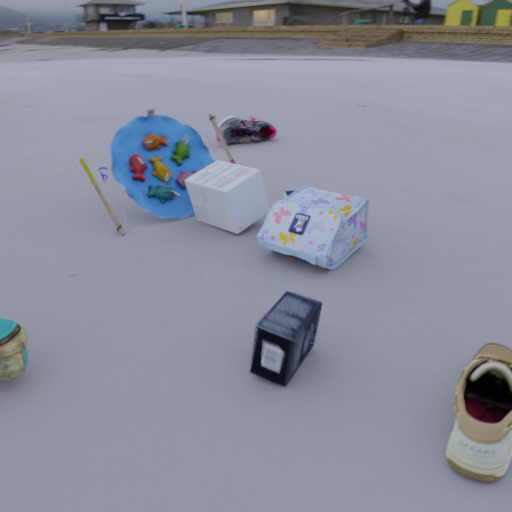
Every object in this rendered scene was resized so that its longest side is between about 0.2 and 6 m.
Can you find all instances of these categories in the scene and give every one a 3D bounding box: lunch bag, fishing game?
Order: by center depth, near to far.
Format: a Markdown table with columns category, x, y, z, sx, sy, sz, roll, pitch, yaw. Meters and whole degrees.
| category | x | y | z | sx | sy | sz | roll | pitch | yaw |
| --- | --- | --- | --- | --- | --- | --- | --- | --- | --- |
| lunch bag | 1.154 | -0.560 | 11.092 | 1.591 | 1.192 | 1.876 | 18 | 39 | 33 |
| fishing game | -2.063 | -2.168 | 12.989 | 3.715 | 2.660 | 0.577 | -24 | -2 | -32 |

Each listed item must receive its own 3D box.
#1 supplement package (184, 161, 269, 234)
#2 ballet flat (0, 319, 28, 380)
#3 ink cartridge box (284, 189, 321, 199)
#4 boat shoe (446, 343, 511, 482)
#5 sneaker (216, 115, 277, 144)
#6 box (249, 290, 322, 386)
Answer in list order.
| category | x | y | z | sx | sy | sz | roll | pitch | yaw |
| --- | --- | --- | --- | --- | --- | --- | --- | --- | --- |
| supplement package | -0.642 | -1.338 | 12.495 | 1.416 | 1.074 | 1.067 | 20 | 47 | 42 |
| ballet flat | -4.229 | 1.214 | 7.677 | 2.620 | 0.926 | 0.926 | 6 | 25 | 19 |
| ink cartridge box | 1.273 | -1.103 | 13.179 | 0.955 | 0.377 | 1.921 | -4 | 26 | -7 |
| boat shoe | 2.890 | 1.650 | 6.785 | 0.878 | 0.787 | 2.372 | 11 | 27 | 22 |
| sneaker | -0.358 | -4.377 | 19.506 | 2.359 | 0.951 | 0.881 | -17 | 32 | -33 |
| box | 0.423 | 1.115 | 7.768 | 0.572 | 0.811 | 1.096 | 18 | 29 | 19 |
